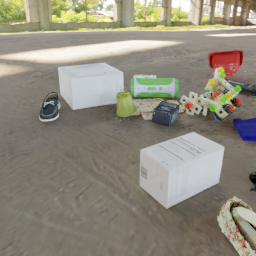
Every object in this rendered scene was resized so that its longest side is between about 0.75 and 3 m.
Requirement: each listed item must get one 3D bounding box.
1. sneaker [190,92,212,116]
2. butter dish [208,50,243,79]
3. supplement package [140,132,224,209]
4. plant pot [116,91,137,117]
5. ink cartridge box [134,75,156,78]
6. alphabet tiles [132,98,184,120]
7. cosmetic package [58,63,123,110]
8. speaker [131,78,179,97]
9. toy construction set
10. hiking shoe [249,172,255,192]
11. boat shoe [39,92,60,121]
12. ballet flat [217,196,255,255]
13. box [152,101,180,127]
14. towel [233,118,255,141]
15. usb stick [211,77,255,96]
[{"bbox_3d":[3.187,-1.182,12.415,0.960,0.705,2.122,10,28,15],"label":"sneaker"},{"bbox_3d":[6.053,-3.751,17.347,2.031,1.505,2.036,-1,-18,19],"label":"butter dish"},{"bbox_3d":[1.348,0.984,7.100,1.847,1.120,1.106,-15,28,-30],"label":"supplement package"},{"bbox_3d":[-0.134,-1.062,11.700,0.893,0.821,0.893,-8,41,7],"label":"plant pot"},{"bbox_3d":[0.955,-2.658,15.887,1.262,0.530,0.918,2,24,5],"label":"ink cartridge box"},{"bbox_3d":[1.169,-0.924,12.485,2.461,0.180,2.407,-5,25,-9],"label":"alphabet tiles"},{"bbox_3d":[-1.830,-2.109,13.475,2.501,1.537,2.493,-12,27,-22],"label":"cosmetic package"},{"bbox_3d":[1.294,-2.008,13.915,2.318,1.025,1.025,1,24,2],"label":"speaker"},{"bbox_3d":[3.594,-1.318,11.577,2.944,1.356,1.930,-32,80,-33],"label":"toy construction set"},{"bbox_3d":[3.586,1.210,7.263,0.772,0.581,1.533,15,29,23],"label":"hiking shoe"},{"bbox_3d":[-3.333,-0.933,11.896,0.842,0.672,2.227,-4,25,-10],"label":"boat shoe"},{"bbox_3d":[2.419,2.133,5.011,0.906,0.765,2.395,-10,27,-18],"label":"ballet flat"},{"bbox_3d":[1.501,-0.582,11.118,0.775,0.547,1.048,18,35,24],"label":"box"},{"bbox_3d":[4.499,0.070,10.131,1.109,0.372,1.502,-3,24,9],"label":"towel"},{"bbox_3d":[5.751,-2.288,15.148,0.800,0.470,2.883,-19,31,-37],"label":"usb stick"}]
